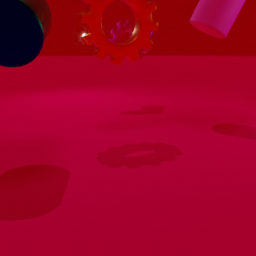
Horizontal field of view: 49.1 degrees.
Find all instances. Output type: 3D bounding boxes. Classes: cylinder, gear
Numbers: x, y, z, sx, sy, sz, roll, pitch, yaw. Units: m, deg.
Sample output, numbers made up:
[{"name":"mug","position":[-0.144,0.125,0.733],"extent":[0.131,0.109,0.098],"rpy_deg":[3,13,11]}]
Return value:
[{"name":"cylinder","position":[-2.319,-2.117,5.666],"extent":[1.370,1.370,1.370],"rpy_deg":[-2,35,-6]},{"name":"gear","position":[0.068,-3.556,11.546],"extent":[1.675,1.675,0.310],"rpy_deg":[-2,3,-8]},{"name":"gear","position":[-0.231,-2.751,7.313],"extent":[2.096,2.096,0.388],"rpy_deg":[-7,22,-22]},{"name":"cylinder","position":[2.920,-3.844,9.206],"extent":[1.315,1.315,1.315],"rpy_deg":[25,13,-6]}]

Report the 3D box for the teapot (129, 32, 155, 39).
[{"name":"teapot","position":[0.584,-4.274,12.472],"extent":[1.603,0.785,0.997],"rpy_deg":[7,-13,-34]}]
